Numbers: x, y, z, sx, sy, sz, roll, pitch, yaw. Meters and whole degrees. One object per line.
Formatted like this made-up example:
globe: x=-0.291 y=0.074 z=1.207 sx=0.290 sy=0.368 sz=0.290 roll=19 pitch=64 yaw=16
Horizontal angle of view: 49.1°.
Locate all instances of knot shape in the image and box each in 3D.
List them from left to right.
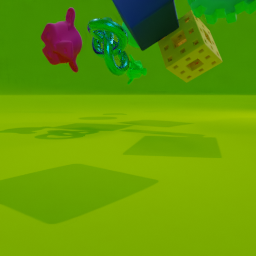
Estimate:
knot shape: x=-0.443 y=-2.001 z=6.423 sx=0.681 sy=1.474 sz=1.379 roll=-29 pitch=-14 yaw=-7

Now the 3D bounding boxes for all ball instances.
ball: x=0.417 y=-3.660 z=10.410 sx=1.306 sy=1.306 sz=1.306 roll=0 pitch=7 yaw=0

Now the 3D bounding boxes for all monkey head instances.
monkey head: x=-1.530 y=-2.119 z=7.103 sx=1.205 sy=1.675 sz=1.009 roll=26 pitch=36 yaw=36
monkey head: x=0.328 y=-2.508 z=12.150 sx=0.794 sy=1.318 sz=0.948 roll=-7 pitch=24 yaw=-25

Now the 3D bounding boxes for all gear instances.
gear: x=2.378 y=-3.432 z=6.737 sx=1.904 sy=1.904 sz=0.352 roll=4 pitch=-15 yaw=28

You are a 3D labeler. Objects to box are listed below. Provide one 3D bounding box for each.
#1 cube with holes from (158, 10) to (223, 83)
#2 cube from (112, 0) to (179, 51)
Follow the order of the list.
cube with holes: x=1.899 y=-2.481 z=8.757 sx=1.303 sy=1.303 sz=1.303 roll=-29 pitch=-29 yaw=31
cube: x=0.505 y=-3.272 z=7.893 sx=1.297 sy=1.297 sz=1.297 roll=-31 pitch=-20 yaw=8
